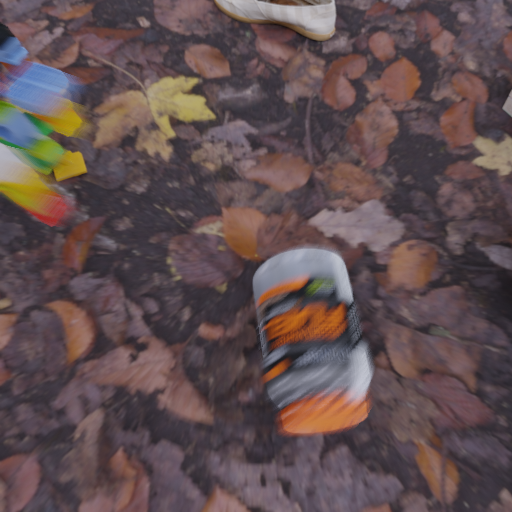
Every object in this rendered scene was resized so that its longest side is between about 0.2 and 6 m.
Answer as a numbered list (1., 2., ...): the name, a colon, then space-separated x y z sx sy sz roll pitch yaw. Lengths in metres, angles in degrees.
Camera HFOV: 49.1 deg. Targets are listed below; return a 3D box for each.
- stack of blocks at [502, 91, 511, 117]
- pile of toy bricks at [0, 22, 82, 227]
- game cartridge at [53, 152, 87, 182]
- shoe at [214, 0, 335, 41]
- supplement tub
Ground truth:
1. stack of blocks: 5.887 -2.410 10.616 1.394 0.709 2.422 -28 65 -14
2. pile of toy bricks: -4.246 -2.152 9.567 4.606 2.274 2.555 25 71 32
3. game cartridge: -3.539 -1.694 10.586 0.578 0.094 0.509 -18 63 -10
4. shoe: 0.404 -5.592 12.315 2.909 0.776 1.017 21 63 11
5. supplement tub: 0.798 1.239 8.198 1.476 1.476 2.409 -7 61 -4
